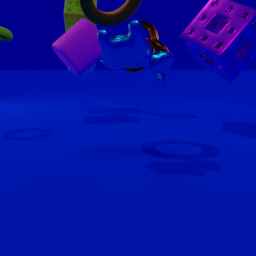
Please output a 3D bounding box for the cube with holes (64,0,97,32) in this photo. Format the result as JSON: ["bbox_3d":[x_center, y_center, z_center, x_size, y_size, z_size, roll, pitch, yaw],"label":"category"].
[{"bbox_3d":[-1.811,-4.345,10.880,1.154,1.154,1.154,2,-28,-7],"label":"cube with holes"}]

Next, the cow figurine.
[{"bbox_3d":[0.145,-1.229,4.963,1.266,1.245,0.695,-16,16,3],"label":"cow figurine"}]

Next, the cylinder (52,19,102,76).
[{"bbox_3d":[-1.544,-2.624,9.202,1.330,1.330,1.330,-44,25,-9],"label":"cylinder"}]

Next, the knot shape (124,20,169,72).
[{"bbox_3d":[0.690,-2.708,9.899,1.689,1.805,0.834,25,24,1],"label":"knot shape"}]

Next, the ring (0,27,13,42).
[{"bbox_3d":[-3.665,-2.487,7.265,1.258,0.252,1.258,6,5,-1],"label":"ring"}]

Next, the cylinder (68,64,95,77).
[{"bbox_3d":[-1.924,-2.737,10.882,1.060,1.060,1.060,-7,53,-28],"label":"cylinder"}]

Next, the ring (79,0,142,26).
[{"bbox_3d":[-0.335,-2.879,6.002,1.500,1.500,0.300,-8,53,-31],"label":"ring"}]

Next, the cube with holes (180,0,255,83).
[{"bbox_3d":[2.607,-2.402,7.638,1.399,1.399,1.399,45,7,37],"label":"cube with holes"}]
